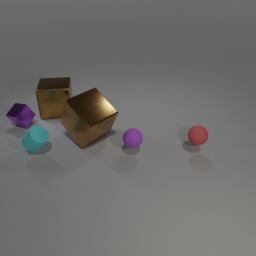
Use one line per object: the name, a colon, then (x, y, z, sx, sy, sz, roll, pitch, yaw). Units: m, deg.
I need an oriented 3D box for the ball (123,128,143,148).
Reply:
ball: (0.168, 0.349, 9.751, 0.700, 0.700, 0.700, 0, 32, 0)

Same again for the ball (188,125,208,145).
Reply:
ball: (2.451, 0.257, 9.803, 0.700, 0.700, 0.700, 0, 32, 0)

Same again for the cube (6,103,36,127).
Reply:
cube: (-4.427, -0.534, 11.588, 0.700, 0.700, 0.700, 9, 58, 30)

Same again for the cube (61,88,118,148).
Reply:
cube: (-1.463, -0.377, 10.451, 1.400, 1.400, 1.400, -30, 70, -36)

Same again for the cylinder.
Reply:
cylinder: (-3.262, 0.377, 9.843, 0.700, 0.700, 0.700, 28, 42, -29)

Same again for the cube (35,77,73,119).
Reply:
cube: (-3.231, -1.357, 12.551, 1.400, 1.400, 1.400, -4, 32, -6)
